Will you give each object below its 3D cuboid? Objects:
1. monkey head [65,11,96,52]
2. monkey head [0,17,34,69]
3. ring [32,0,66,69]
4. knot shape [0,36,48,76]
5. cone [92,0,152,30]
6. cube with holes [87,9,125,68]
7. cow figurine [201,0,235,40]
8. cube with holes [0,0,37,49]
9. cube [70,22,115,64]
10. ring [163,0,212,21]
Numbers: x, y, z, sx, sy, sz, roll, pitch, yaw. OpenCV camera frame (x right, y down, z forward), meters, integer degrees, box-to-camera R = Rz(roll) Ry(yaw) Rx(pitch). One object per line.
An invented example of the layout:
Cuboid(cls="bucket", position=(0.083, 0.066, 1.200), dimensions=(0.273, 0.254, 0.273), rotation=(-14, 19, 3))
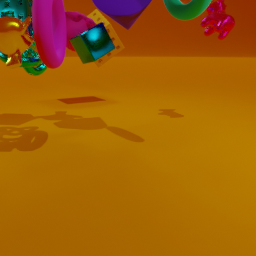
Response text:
Cuboid(cls="monkey head", position=(-1.476, -2.800, 8.191), dimensions=(1.732, 1.044, 1.246), rotation=(20, 19, -19))
Cuboid(cls="monkey head", position=(-2.222, -1.608, 5.209), dimensions=(1.197, 0.861, 0.722), rotation=(-11, -29, 11))
Cuboid(cls="ring", position=(-1.523, -2.012, 5.572), dimensions=(0.327, 1.635, 1.635), rotation=(1, 16, -1))
Cuboid(cls="knot shape", position=(-2.411, -1.765, 6.459), dimensions=(0.660, 1.428, 1.336), rotation=(-30, 33, 19))
Cuboid(cls="cone", position=(-0.061, -3.015, 7.227), dimensions=(1.523, 1.523, 1.529), rotation=(2, -17, 5))
Cuboid(cls="cube with holes", position=(-1.234, -3.621, 11.359), dimensions=(1.342, 1.342, 1.342), rotation=(-37, 53, 4))
Cuboid(cls="cow figurine", position=(2.756, -3.291, 8.347), dimensions=(1.243, 0.694, 1.264), rotation=(-46, 45, -4))
Cuboid(cls="cube with holes", position=(-2.949, -2.802, 7.636), dimensions=(1.073, 1.073, 1.073), rotation=(-3, 2, 11))
Cuboid(cls="cube", position=(-0.930, -2.199, 7.315), dimensions=(0.738, 0.738, 0.738), rotation=(-39, 25, -24))
Cuboid(cls="ring", position=(1.182, -2.953, 5.507), dimensions=(0.314, 1.568, 1.568), rotation=(-10, 19, -28))
